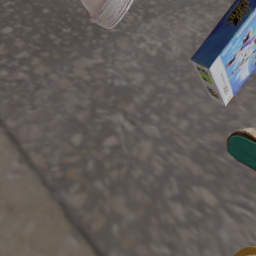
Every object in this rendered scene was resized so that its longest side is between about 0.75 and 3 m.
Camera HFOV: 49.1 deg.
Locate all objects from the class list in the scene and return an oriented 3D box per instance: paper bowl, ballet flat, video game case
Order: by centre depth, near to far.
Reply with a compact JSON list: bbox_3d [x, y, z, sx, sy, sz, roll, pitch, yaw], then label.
[{"bbox_3d":[2.411,0.595,4.029,0.678,0.686,2.016,-17,49,-44],"label":"ballet flat"},{"bbox_3d":[2.002,-1.462,4.916,0.417,1.662,1.834,40,95,31],"label":"video game case"},{"bbox_3d":[-0.497,-3.420,6.712,0.947,1.822,1.822,19,48,-30],"label":"paper bowl"}]

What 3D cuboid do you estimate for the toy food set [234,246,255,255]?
[{"bbox_3d":[0.834,1.635,1.989,0.350,1.439,1.424,27,84,-5],"label":"toy food set"}]
